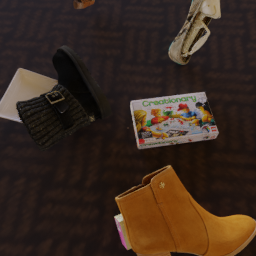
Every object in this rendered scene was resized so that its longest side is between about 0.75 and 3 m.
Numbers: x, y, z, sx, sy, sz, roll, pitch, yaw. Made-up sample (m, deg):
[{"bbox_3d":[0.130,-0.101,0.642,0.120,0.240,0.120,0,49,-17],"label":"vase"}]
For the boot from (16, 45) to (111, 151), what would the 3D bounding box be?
[{"bbox_3d":[-1.985,-0.925,7.499,2.135,1.075,2.856,-27,58,-14],"label":"boot"}]

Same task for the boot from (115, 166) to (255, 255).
[{"bbox_3d":[1.301,1.735,5.891,2.862,1.007,2.049,-18,88,-19],"label":"boot"}]

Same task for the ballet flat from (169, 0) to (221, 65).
[{"bbox_3d":[2.107,-3.045,8.182,0.887,2.615,0.985,7,30,-36],"label":"ballet flat"}]

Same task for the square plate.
[{"bbox_3d":[-2.530,-0.750,7.885,1.749,0.249,1.732,18,56,-9],"label":"square plate"}]

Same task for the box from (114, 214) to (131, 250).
[{"bbox_3d":[0.176,2.192,6.270,0.768,0.371,0.676,-19,98,-18],"label":"box"}]

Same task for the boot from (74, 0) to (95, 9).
[{"bbox_3d":[-1.436,-4.618,9.580,0.822,1.063,0.392,-33,75,-35],"label":"boot"}]

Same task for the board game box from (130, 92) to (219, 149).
[{"bbox_3d":[1.239,-0.231,7.771,2.171,0.376,1.371,-8,62,-4],"label":"board game box"}]
